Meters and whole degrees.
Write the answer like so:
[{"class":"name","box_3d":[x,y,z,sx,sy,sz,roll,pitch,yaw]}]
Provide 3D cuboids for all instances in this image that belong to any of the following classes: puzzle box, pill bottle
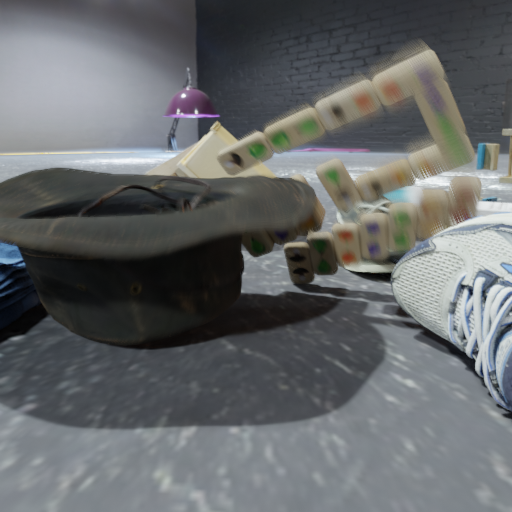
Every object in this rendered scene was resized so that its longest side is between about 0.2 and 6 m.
[{"class":"puzzle box","box_3d":[-2.175,-1.718,12.720,1.724,0.329,2.592,-35,8,35]},{"class":"pill bottle","box_3d":[2.465,-1.052,11.022,1.431,0.793,0.793,10,16,18]}]

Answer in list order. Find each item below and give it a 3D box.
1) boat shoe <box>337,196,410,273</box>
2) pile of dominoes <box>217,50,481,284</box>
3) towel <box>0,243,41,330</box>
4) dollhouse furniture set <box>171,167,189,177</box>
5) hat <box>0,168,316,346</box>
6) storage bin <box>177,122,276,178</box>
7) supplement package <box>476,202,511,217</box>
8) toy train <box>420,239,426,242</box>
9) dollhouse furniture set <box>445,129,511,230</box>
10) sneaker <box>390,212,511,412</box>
[{"class":"boat shoe","box_3d":[1.810,-0.468,9.072,1.105,1.040,3.076,-4,18,4]},{"class":"pile of dominoes","box_3d":[1.072,-0.680,6.470,2.863,2.232,0.456,-20,32,28]},{"class":"towel","box_3d":[-3.330,0.353,6.306,1.622,0.705,2.905,1,13,6]},{"class":"dollhouse furniture set","box_3d":[-1.516,-1.127,12.684,2.859,1.396,2.439,-35,7,32]},{"class":"hat","box_3d":[-1.307,0.016,5.878,3.854,1.555,3.854,-1,18,0]},{"class":"storage bin","box_3d":[-0.374,-1.547,10.801,1.963,0.920,1.949,41,13,-11]},{"class":"supplement package","box_3d":[3.760,-0.263,8.353,1.597,0.968,0.956,6,14,25]},{"class":"toy train","box_3d":[2.850,-0.162,8.737,0.309,0.415,1.811,-3,1,25]},{"class":"dollhouse furniture set","box_3d":[4.571,-1.353,10.629,1.444,2.060,1.452,-13,18,-43]},{"class":"sneaker","box_3d":[2.226,0.532,4.275,1.522,1.376,3.572,-13,17,-30]}]
